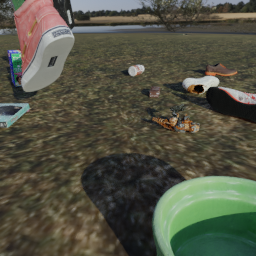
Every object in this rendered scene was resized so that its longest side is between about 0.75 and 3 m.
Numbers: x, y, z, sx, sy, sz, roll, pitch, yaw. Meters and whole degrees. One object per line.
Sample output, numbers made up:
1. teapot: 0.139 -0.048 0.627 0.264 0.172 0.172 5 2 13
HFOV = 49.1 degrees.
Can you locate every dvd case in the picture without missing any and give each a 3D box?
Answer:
1. dvd case: -4.428 -0.405 8.762 2.154 0.237 1.572 -1 25 7

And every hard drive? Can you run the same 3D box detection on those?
1. hard drive: -2.933 -4.213 9.236 2.326 1.625 0.440 17 53 18

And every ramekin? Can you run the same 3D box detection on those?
1. ramekin: 1.286 1.526 3.290 2.034 0.994 2.034 0 23 0

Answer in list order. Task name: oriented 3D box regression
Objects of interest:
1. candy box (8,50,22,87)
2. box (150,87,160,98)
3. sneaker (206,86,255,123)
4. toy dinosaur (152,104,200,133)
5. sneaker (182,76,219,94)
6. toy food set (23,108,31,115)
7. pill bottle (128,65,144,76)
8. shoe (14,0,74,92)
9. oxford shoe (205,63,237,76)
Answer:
1. candy box: -5.092 -2.766 12.889 0.576 1.497 1.265 -11 25 -25
2. box: 1.099 -1.467 11.389 0.376 0.281 0.751 4 22 10
3. sneaker: 3.863 -0.839 9.237 1.290 0.804 2.407 -16 31 -35
4. toy dinosaur: 1.389 -0.212 8.037 1.305 0.666 0.885 24 43 3
5. sneaker: 3.167 -1.697 11.709 1.791 0.652 0.758 -10 47 -23
6. toy food set: -3.654 -0.577 9.411 0.615 0.152 0.967 1 23 4
7. pill bottle: 0.472 -3.099 14.971 0.516 0.516 0.919 15 26 31
8. shoe: -2.191 -1.966 6.839 0.965 1.229 2.702 -23 -7 -35
9. oxford shoe: 4.988 -3.126 14.915 1.653 0.600 0.589 1 23 2
